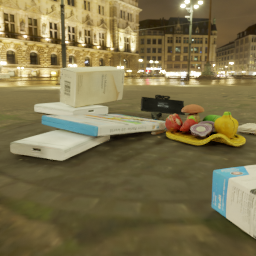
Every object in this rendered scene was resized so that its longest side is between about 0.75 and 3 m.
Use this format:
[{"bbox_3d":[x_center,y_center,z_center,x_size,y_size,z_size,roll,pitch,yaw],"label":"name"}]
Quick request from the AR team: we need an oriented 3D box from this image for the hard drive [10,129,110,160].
[{"bbox_3d":[-1.457,0.298,6.521,1.346,0.272,2.040,5,10,21],"label":"hard drive"}]

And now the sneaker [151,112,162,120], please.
[{"bbox_3d":[1.050,-0.469,10.276,0.399,0.334,0.880,-10,8,7],"label":"sneaker"}]

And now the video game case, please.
[{"bbox_3d":[-0.543,-0.140,7.735,2.079,0.259,2.905,10,10,39],"label":"video game case"}]

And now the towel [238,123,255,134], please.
[{"bbox_3d":[3.756,0.027,8.319,0.712,0.185,1.074,12,15,41],"label":"towel"}]

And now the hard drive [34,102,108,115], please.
[{"bbox_3d":[-2.521,-0.825,12.280,2.835,0.372,1.869,10,15,41],"label":"hard drive"}]

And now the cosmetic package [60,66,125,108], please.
[{"bbox_3d":[-1.497,-1.865,12.218,1.048,1.484,2.867,21,25,37],"label":"cosmetic package"}]

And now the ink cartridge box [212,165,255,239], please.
[{"bbox_3d":[1.701,0.873,2.901,0.896,0.524,1.545,-4,11,-18],"label":"ink cartridge box"}]

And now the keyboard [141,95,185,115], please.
[{"bbox_3d":[1.360,-0.920,10.994,1.701,0.218,1.021,6,51,-2],"label":"keyboard"}]

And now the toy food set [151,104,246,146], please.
[{"bbox_3d":[1.812,-0.155,7.388,1.525,0.847,2.592,-8,13,-34],"label":"toy food set"}]
